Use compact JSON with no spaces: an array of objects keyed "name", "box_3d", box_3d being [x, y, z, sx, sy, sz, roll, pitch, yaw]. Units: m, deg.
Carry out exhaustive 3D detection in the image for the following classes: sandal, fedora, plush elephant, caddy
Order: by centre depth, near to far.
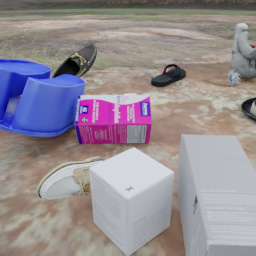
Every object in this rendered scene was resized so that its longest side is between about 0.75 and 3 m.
[{"name":"caddy","box_3d":[-2.297,-0.643,6.843,2.103,1.561,2.975,20,15,5]},{"name":"fedora","box_3d":[4.531,-0.895,7.942,2.485,1.135,2.485,0,27,0]},{"name":"plush elephant","box_3d":[4.919,-2.589,10.404,1.924,2.047,2.485,3,54,36]},{"name":"sandal","box_3d":[1.692,-2.163,11.050,0.833,0.530,2.215,17,32,29]}]

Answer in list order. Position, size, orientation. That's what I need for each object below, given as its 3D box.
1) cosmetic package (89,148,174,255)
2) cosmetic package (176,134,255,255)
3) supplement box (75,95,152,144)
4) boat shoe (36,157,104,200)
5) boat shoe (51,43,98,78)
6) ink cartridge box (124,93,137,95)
[{"name":"cosmetic package","box_3d":[0.048,1.062,4.212,0.898,1.079,0.903,-21,34,-34]},{"name":"cosmetic package","box_3d":[1.278,1.123,3.966,1.033,1.223,2.290,1,26,0]},{"name":"supplement box","box_3d":[-0.326,-0.193,6.607,1.705,0.881,0.863,0,56,-2]},{"name":"boat shoe","box_3d":[-0.751,0.807,4.381,0.455,0.497,1.330,30,32,32]},{"name":"boat shoe","box_3d":[-1.810,-2.110,9.620,2.283,0.814,0.687,-52,6,-14]},{"name":"ink cartridge box","box_3d":[-0.010,-0.817,8.804,0.838,0.213,0.951,-6,28,-14]}]
